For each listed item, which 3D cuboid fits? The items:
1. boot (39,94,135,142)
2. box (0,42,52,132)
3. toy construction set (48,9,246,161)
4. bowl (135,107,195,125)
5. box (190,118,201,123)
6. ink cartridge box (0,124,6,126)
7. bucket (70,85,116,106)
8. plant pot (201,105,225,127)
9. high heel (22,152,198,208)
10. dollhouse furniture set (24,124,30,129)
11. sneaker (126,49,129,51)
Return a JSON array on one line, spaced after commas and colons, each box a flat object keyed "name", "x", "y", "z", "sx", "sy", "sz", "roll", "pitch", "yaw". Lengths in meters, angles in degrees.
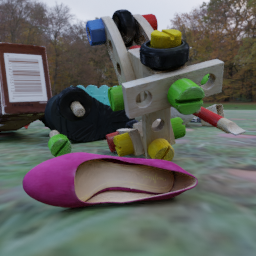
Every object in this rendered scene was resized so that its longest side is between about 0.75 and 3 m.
[{"name": "boot", "x": -1.346, "y": -0.255, "z": 6.634, "sx": 2.151, "sy": 0.971, "sz": 2.625, "roll": 5, "pitch": 1, "yaw": 38}, {"name": "box", "x": -2.867, "y": -0.798, "z": 6.698, "sx": 1.106, "sy": 1.477, "sz": 2.951, "roll": -6, "pitch": -5, "yaw": -35}, {"name": "toy construction set", "x": 0.571, "y": -0.261, "z": 3.664, "sx": 2.624, "sy": 2.189, "sz": 2.016, "roll": 8, "pitch": 18, "yaw": -28}, {"name": "bowl", "x": 1.212, "y": -0.656, "z": 10.757, "sx": 2.925, "sy": 1.093, "sz": 2.929, "roll": 1, "pitch": 4, "yaw": 8}, {"name": "box", "x": 3.245, "y": -0.346, "z": 12.462, "sx": 0.841, "sy": 0.186, "sz": 0.674, "roll": 2, "pitch": 5, "yaw": 28}, {"name": "ink cartridge box", "x": -3.135, "y": 0.107, "z": 5.785, "sx": 1.060, "sy": 0.360, "sz": 0.615, "roll": 0, "pitch": 5, "yaw": 2}, {"name": "bucket", "x": -1.321, "y": -0.922, "z": 11.398, "sx": 2.333, "sy": 1.518, "sz": 2.333, "roll": -1, "pitch": 4, "yaw": 0}, {"name": "plant pot", "x": 3.052, "y": -0.401, "z": 10.197, "sx": 0.687, "sy": 0.775, "sz": 0.775, "roll": -12, "pitch": -3, "yaw": 36}, {"name": "high heel", "x": -0.081, "y": 0.365, "z": 2.045, "sx": 1.232, "sy": 0.415, "sz": 0.592, "roll": 1, "pitch": -7, "yaw": -38}, {"name": "dollhouse furniture set", "x": -3.590, "y": -0.280, "z": 8.640, "sx": 1.378, "sy": 0.741, "sz": 0.560, "roll": 5, "pitch": 2, "yaw": -28}, {"name": "sneaker", "x": 0.023, "y": -2.399, "z": 9.551, "sx": 1.008, "sy": 0.453, "sz": 0.395, "roll": 28, "pitch": 25, "yaw": 14}]
